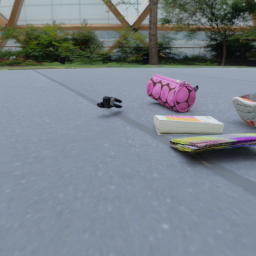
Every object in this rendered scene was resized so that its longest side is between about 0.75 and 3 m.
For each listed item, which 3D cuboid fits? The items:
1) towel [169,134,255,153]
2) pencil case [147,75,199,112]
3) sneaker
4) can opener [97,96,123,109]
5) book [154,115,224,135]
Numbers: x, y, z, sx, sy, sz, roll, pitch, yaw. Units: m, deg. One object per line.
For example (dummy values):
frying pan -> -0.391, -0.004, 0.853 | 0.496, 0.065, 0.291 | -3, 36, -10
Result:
towel -> 2.139, 0.325, 6.491 | 2.144, 0.244, 1.540 | -4, 1, -12
pencil case -> 1.728, -1.569, 11.748 | 1.198, 1.236, 2.639 | -32, 27, -13
sneaker -> 4.121, -0.698, 8.345 | 1.053, 0.991, 2.572 | -31, 10, -5
can opener -> -0.577, -0.968, 10.492 | 0.595, 0.479, 1.513 | 7, 8, 26
book -> 1.783, -0.152, 8.558 | 1.863, 0.448, 1.244 | 1, 14, -2
